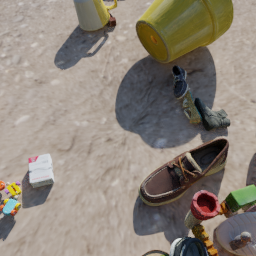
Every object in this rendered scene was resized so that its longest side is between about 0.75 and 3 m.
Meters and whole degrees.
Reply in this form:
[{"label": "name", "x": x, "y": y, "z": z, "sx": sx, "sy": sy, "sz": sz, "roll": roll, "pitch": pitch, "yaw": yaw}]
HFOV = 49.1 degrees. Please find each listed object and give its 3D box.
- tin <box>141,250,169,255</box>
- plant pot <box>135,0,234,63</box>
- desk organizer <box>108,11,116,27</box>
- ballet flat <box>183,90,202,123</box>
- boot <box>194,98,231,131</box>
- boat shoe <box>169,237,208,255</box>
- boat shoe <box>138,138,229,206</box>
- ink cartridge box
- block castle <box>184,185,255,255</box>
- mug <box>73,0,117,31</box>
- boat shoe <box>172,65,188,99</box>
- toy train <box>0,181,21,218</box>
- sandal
[{"label": "tin", "x": 0.292, "y": 3.193, "z": 5.733, "sx": 1.636, "sy": 0.342, "sz": 0.916, "roll": -25, "pitch": 61, "yaw": -18}, {"label": "plant pot", "x": 1.735, "y": -3.659, "z": 9.609, "sx": 2.508, "sy": 2.666, "sz": 2.666, "roll": -41, "pitch": 62, "yaw": -10}, {"label": "desk organizer", "x": -0.705, "y": -4.515, "z": 11.553, "sx": 0.290, "sy": 0.270, "sz": 0.752, "roll": -11, "pitch": 54, "yaw": -11}, {"label": "ballet flat", "x": 1.880, "y": -0.660, "z": 8.578, "sx": 0.387, "sy": 0.422, "sz": 1.228, "roll": -15, "pitch": 53, "yaw": 3}, {"label": "boot", "x": 2.534, "y": -0.452, "z": 8.472, "sx": 0.772, "sy": 0.400, "sz": 1.181, "roll": -12, "pitch": 61, "yaw": -15}, {"label": "boat shoe", "x": 1.180, "y": 3.248, "z": 5.232, "sx": 0.862, "sy": 0.688, "sz": 2.280, "roll": 3, "pitch": 64, "yaw": -15}, {"label": "boat shoe", "x": 1.446, "y": 0.987, "z": 6.976, "sx": 2.653, "sy": 0.955, "sz": 0.957, "roll": -22, "pitch": 56, "yaw": -16}, {"label": "ink cartridge box", "x": -2.256, "y": 1.112, "z": 7.283, "sx": 0.555, "sy": 0.319, "sz": 0.765, "roll": -12, "pitch": 54, "yaw": -9}, {"label": "block castle", "x": 2.845, "y": 1.989, "z": 5.715, "sx": 2.932, "sy": 1.376, "sz": 1.959, "roll": -10, "pitch": 53, "yaw": -20}, {"label": "mug", "x": -1.406, "y": -4.852, "z": 10.957, "sx": 1.286, "sy": 1.318, "sz": 1.606, "roll": 32, "pitch": 70, "yaw": 31}, {"label": "boat shoe", "x": 1.588, "y": -1.492, "z": 9.003, "sx": 0.465, "sy": 0.538, "sz": 1.482, "roll": 37, "pitch": 40, "yaw": -23}, {"label": "toy train", "x": -3.014, "y": 1.733, "z": 6.845, "sx": 0.854, "sy": 0.316, "sz": 1.137, "roll": -15, "pitch": 51, "yaw": -10}, {"label": "sandal", "x": 3.150, "y": 2.257, "z": 6.269, "sx": 2.306, "sy": 0.567, "sz": 0.938, "roll": -16, "pitch": 75, "yaw": 8}]
